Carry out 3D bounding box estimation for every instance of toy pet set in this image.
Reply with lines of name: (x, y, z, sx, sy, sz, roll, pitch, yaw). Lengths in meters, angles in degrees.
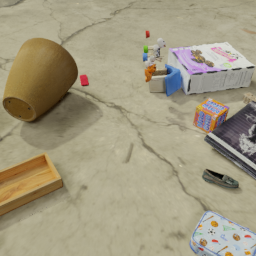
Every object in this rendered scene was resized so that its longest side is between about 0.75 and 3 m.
toy pet set: (1.372, -2.368, 10.814, 1.286, 2.260, 2.421, -3, 40, 10)

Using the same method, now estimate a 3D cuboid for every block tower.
block tower: (4.889, -0.877, 10.539, 0.350, 0.327, 1.210, -20, 45, -20)

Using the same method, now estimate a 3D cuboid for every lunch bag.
lunch bag: (2.219, 2.593, 6.355, 1.424, 0.538, 1.141, 25, 44, 27)

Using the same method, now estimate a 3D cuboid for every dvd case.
dvd case: (4.190, 0.312, 9.034, 2.940, 0.235, 2.186, -31, 57, -31)

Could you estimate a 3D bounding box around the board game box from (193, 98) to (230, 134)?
board game box: (2.841, -0.401, 9.615, 0.800, 0.800, 0.801, -32, 50, -31)

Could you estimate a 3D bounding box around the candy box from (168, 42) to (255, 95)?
candy box: (3.443, -2.628, 12.029, 2.863, 1.024, 2.402, -9, 42, -10)

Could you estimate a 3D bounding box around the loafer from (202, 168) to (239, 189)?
loafer: (2.594, 1.407, 7.828, 1.012, 0.318, 0.364, 13, 28, 19)

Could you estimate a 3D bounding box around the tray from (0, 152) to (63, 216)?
tray: (-3.127, 1.606, 7.574, 2.412, 0.447, 1.190, -23, 46, -24)

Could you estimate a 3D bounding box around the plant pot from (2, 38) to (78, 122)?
plant pot: (-3.289, -1.506, 10.005, 2.341, 2.341, 2.512, 8, 50, 9)

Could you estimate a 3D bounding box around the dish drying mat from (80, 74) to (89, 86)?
dish drying mat: (-1.903, -2.068, 12.115, 0.327, 0.077, 0.850, -6, 41, -11)
